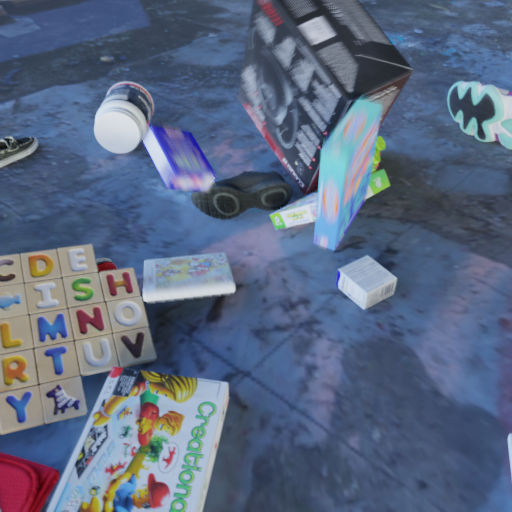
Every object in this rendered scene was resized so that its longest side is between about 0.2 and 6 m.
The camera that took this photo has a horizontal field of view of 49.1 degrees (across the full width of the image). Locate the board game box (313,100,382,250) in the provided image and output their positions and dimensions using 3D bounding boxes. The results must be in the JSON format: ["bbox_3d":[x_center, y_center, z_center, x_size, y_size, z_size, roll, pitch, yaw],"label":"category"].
[{"bbox_3d":[1.413,-1.242,8.770,0.425,1.889,1.436,21,52,20],"label":"board game box"}]

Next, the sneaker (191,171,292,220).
[{"bbox_3d":[-0.336,-1.324,11.564,2.055,0.780,0.933,-5,39,-12],"label":"sneaker"}]

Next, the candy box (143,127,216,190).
[{"bbox_3d":[-1.232,-1.555,8.999,0.848,0.387,1.004,-4,57,-46],"label":"candy box"}]

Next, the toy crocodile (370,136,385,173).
[{"bbox_3d":[2.669,-2.305,13.062,0.552,0.505,1.635,-26,26,36],"label":"toy crocodile"}]

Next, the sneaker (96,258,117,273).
[{"bbox_3d":[-2.916,0.935,8.983,0.931,0.844,2.193,30,54,15],"label":"sneaker"}]

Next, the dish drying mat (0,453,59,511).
[{"bbox_3d":[-4.273,2.791,6.923,3.386,0.308,1.301,10,41,11],"label":"dish drying mat"}]

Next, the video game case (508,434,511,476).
[{"bbox_3d":[3.808,2.907,6.918,1.205,0.152,1.324,9,39,11],"label":"video game case"}]

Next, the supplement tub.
[{"bbox_3d":[-3.245,-3.412,13.784,1.227,1.227,1.749,0,39,0],"label":"supplement tub"}]

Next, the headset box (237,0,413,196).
[{"bbox_3d":[1.050,-3.192,10.951,1.465,3.792,2.822,-29,76,-15],"label":"headset box"}]

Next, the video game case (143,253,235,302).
[{"bbox_3d":[-1.171,0.328,9.551,1.476,0.169,1.343,-5,24,-8],"label":"video game case"}]

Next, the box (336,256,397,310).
[{"bbox_3d":[1.898,0.452,9.715,0.703,0.401,0.764,-23,45,-25],"label":"box"}]

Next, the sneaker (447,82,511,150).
[{"bbox_3d":[6.750,-3.601,14.107,2.397,1.332,3.427,-31,58,-34],"label":"sneaker"}]

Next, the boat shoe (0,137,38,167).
[{"bbox_3d":[-5.853,-2.565,13.345,0.532,0.479,1.505,20,43,23],"label":"boat shoe"}]

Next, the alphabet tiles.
[{"bbox_3d":[-3.284,1.113,8.179,3.359,0.127,2.807,-9,58,-22],"label":"alphabet tiles"}]

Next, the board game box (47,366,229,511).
[{"bbox_3d":[-1.423,2.643,6.973,1.693,0.464,2.683,6,40,6],"label":"board game box"}]

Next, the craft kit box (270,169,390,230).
[{"bbox_3d":[1.407,-1.071,10.871,1.720,0.417,1.699,-29,14,-33],"label":"craft kit box"}]
